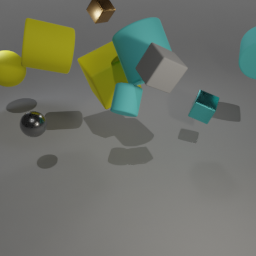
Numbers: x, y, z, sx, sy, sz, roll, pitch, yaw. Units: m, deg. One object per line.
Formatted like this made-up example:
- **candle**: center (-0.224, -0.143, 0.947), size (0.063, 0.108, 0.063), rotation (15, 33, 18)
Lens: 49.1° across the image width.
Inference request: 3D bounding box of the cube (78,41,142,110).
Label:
- **cube**: center (-0.592, -1.750, 9.210), size (1.400, 1.400, 1.400), rotation (-29, 43, -8)

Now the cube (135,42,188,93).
- **cube**: center (0.713, -1.298, 6.095), size (0.700, 0.700, 0.700), rotation (13, 35, -34)

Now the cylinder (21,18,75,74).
- **cylinder**: center (-2.432, -2.454, 8.495), size (1.400, 1.400, 1.400), rotation (6, 28, -20)

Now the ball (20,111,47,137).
- **ball**: center (-2.519, -0.101, 7.472), size (0.700, 0.700, 0.700), rotation (0, 31, 0)

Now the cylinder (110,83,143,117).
- **cylinder**: center (-0.036, -0.695, 7.016), size (0.700, 0.700, 0.700), rotation (12, -5, 1)

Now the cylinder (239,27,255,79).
- **cylinder**: center (4.601, -2.617, 9.664), size (1.400, 1.400, 1.400), rotation (10, 43, 17)

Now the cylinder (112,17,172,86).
- **cylinder**: center (0.451, -2.033, 7.647), size (1.400, 1.400, 1.400), rotation (-21, 2, 1)

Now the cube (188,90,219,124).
- **cube**: center (2.495, -0.695, 9.239), size (0.700, 0.700, 0.700), rotation (24, 51, 6)

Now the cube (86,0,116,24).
- **cube**: center (-1.049, -4.583, 10.854), size (0.700, 0.700, 0.700), rotation (-28, 83, -41)

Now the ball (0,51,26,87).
- **ball**: center (-4.754, -2.325, 11.049), size (1.400, 1.400, 1.400), rotation (0, 31, 0)
